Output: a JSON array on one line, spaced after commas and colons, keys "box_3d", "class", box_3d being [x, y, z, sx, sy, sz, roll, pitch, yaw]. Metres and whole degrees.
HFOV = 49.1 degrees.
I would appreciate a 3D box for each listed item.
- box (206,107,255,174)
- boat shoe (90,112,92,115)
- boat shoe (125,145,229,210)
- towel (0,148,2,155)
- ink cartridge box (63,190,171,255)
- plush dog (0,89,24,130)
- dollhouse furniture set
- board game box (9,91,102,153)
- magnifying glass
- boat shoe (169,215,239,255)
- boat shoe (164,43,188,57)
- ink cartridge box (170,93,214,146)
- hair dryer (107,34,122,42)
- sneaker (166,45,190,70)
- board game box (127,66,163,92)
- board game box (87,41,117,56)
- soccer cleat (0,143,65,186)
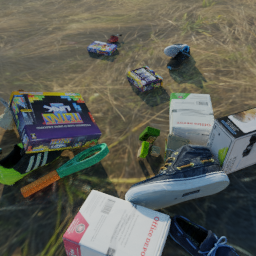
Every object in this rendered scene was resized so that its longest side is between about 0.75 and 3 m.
[{"box_3d": [3.781, 0.240, 8.287, 2.874, 1.676, 0.864, -15, 46, -18], "class": "box"}, {"box_3d": [-1.902, -0.222, 9.662, 1.424, 0.426, 0.509, -22, 58, -23], "class": "boat shoe"}, {"box_3d": [1.181, 1.281, 7.569, 2.889, 1.022, 1.311, -6, 49, -18], "class": "boat shoe"}, {"box_3d": [-5.411, 1.009, 7.927, 2.103, 0.311, 2.868, 29, 46, 13], "class": "towel"}, {"box_3d": [-0.198, 2.454, 6.347, 2.015, 0.854, 1.467, 14, 39, 17], "class": "ink cartridge box"}, {"box_3d": [-3.406, -0.727, 9.745, 1.873, 1.503, 1.609, 6, 19, 7], "class": "plush dog"}, {"box_3d": [1.106, 0.705, 8.754, 1.517, 0.761, 0.994, 16, 62, -8], "class": "dollhouse furniture set"}, {"box_3d": [-2.211, -0.257, 8.563, 2.290, 0.649, 1.893, -5, 50, -40], "class": "board game box"}, {"box_3d": [-1.739, 1.155, 7.953, 2.648, 0.297, 1.054, -30, 16, -16], "class": "magnifying glass"}, {"box_3d": [1.719, 2.667, 6.325, 1.860, 0.638, 0.783, 22, 46, 23], "class": "boat shoe"}, {"box_3d": [2.272, -3.829, 13.730, 1.515, 0.546, 0.537, -17, 35, -32], "class": "boat shoe"}, {"box_3d": [2.128, -0.323, 9.534, 1.400, 0.793, 1.910, 4, 42, 5], "class": "ink cartridge box"}, {"box_3d": [-0.781, -4.788, 15.005, 0.706, 0.252, 0.926, 6, 35, 33], "class": "hair dryer"}, {"box_3d": [2.305, -3.232, 12.859, 0.619, 0.692, 1.690, 27, 49, 26], "class": "sneaker"}, {"box_3d": [0.703, -2.087, 11.839, 1.039, 0.356, 1.256, -23, 47, -21], "class": "board game box"}, {"box_3d": [-1.294, -4.028, 14.094, 1.261, 0.217, 0.853, 17, 45, 18], "class": "board game box"}, {"box_3d": [-2.762, 0.727, 8.221, 0.811, 0.974, 2.402, 30, 49, 31], "class": "soccer cleat"}]
